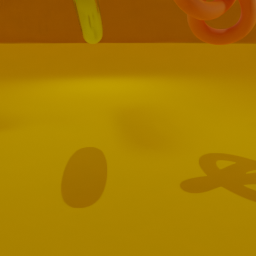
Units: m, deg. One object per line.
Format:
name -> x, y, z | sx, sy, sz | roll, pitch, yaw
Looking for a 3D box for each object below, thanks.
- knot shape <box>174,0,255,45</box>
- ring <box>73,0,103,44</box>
knot shape -> 1.807, -2.745, 5.272 | 2.045, 1.914, 0.945 | 33, 13, -31
ring -> -0.899, -2.673, 5.465 | 0.405, 2.024, 2.024 | -15, 20, -6
